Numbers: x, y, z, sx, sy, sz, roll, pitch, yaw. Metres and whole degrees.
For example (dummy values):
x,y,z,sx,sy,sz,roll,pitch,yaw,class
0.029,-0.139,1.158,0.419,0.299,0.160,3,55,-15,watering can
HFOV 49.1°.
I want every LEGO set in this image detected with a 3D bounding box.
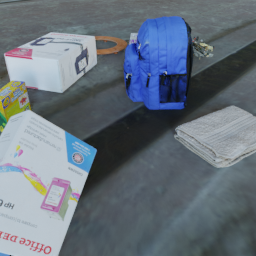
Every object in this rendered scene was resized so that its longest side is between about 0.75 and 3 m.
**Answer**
x,y,z,sx,sy,sz,roll,pitch,yaw,class
2.850,-3.339,11.873,1.490,0.650,2.294,33,13,11,LEGO set

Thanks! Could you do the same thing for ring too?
x,y,z,sx,sy,sz,roll,pitch,yaw,class
-1.384,-3.908,13.371,2.691,0.258,2.691,0,34,0,ring

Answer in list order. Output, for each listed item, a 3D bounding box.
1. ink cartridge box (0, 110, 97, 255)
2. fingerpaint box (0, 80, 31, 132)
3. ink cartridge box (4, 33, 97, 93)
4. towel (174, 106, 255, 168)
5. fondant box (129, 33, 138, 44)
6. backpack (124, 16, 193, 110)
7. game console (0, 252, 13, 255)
x,y,z,sx,sy,sz,roll,pitch,yaw,class
-1.418,0.876,4.097,0.772,1.317,1.823,-9,54,48,ink cartridge box
-3.190,-0.607,7.629,0.433,0.984,1.180,7,34,10,fingerpaint box
-2.675,-2.544,10.376,2.085,1.214,2.880,10,35,15,ink cartridge box
2.525,0.096,7.068,2.433,0.419,1.612,-21,39,-29,towel
1.295,-3.696,12.611,2.441,0.711,1.761,1,33,3,fondant box
0.905,-1.990,8.382,2.065,2.461,2.000,-2,34,-4,backpack
-1.878,2.124,4.171,0.941,0.192,1.596,-27,41,-35,game console
